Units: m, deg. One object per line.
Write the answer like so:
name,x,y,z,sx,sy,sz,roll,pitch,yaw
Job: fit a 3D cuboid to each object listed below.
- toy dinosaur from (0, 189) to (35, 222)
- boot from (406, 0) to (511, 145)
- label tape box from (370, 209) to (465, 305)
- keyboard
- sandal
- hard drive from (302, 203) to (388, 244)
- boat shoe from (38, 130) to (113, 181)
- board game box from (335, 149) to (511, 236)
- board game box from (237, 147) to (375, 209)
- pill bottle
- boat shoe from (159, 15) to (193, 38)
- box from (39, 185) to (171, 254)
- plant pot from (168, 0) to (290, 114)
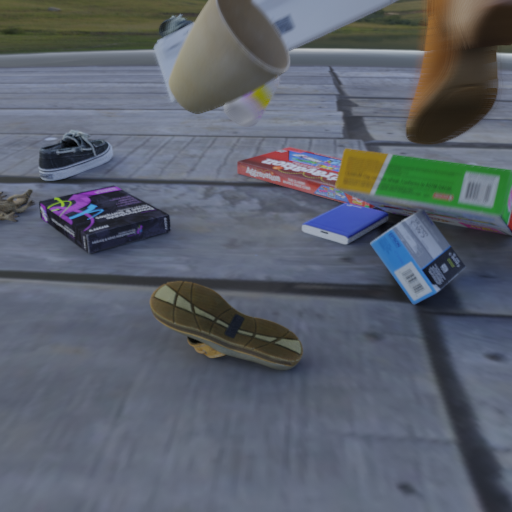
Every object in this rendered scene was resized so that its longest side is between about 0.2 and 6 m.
toy dinosaur,-4.806,-0.862,10.257,0.987,0.568,1.952,-1,12,36
boot,2.061,-2.462,6.132,0.851,2.219,1.722,-4,61,1
label tape box,2.352,-0.088,7.756,1.413,0.467,1.013,-28,81,-41
keyboard,0.270,-3.189,7.600,3.478,0.979,0.185,-22,-9,10
sandal,-0.400,0.885,6.382,1.900,0.513,0.763,23,36,12
hard drive,1.585,-0.594,9.871,0.917,0.176,1.390,19,31,35
boat shoe,-4.259,-2.524,13.251,0.920,0.851,2.493,10,27,21
board game box,2.819,-0.929,8.717,2.280,0.601,2.980,14,4,27
board game box,1.473,-1.783,12.270,3.571,0.347,1.838,22,33,39
pill bottle,-0.016,-2.933,9.793,0.666,0.666,1.277,14,65,28
boat shoe,-1.345,-3.916,9.907,0.535,0.648,1.732,10,26,-25
box,-2.698,-0.704,9.874,1.519,0.384,2.125,-19,32,-35
plant pot,-0.365,-1.892,5.495,1.026,0.961,0.961,-32,5,36
